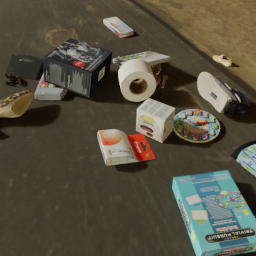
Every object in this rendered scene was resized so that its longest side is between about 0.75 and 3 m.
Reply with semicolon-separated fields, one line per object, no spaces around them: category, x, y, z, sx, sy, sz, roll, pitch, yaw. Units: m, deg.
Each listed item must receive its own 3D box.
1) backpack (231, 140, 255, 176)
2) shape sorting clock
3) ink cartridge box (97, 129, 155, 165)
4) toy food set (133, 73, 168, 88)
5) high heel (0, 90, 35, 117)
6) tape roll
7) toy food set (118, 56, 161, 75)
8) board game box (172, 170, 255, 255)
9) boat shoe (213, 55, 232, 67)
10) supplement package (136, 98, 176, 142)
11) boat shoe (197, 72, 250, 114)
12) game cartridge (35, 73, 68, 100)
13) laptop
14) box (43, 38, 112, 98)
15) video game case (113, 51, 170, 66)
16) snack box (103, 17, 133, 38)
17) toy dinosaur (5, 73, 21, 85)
backpack;4.333;1.071;8.801;1.296;1.221;1.589;-10;54;-27
shape sorting clock;2.585;-0.131;10.646;1.771;0.347;1.771;0;41;0
ink cartridge box;-0.062;0.582;9.668;1.747;0.438;1.417;-8;41;-15
toy food set;1.008;-2.250;13.165;1.586;0.318;1.095;15;49;6
high heel;-5.203;-1.000;11.114;1.922;0.963;2.696;29;57;20
tape roll;0.374;-2.031;11.935;1.516;1.516;1.041;-4;41;-5
toy food set;0.536;-3.229;13.970;2.076;0.627;1.490;-2;41;-2
board game box;2.386;2.292;7.721;1.734;0.539;2.297;-6;42;-7
boat shoe;4.944;-3.616;14.586;0.429;0.403;1.164;-26;48;-27
supplement package;0.997;-0.286;10.248;1.142;1.092;0.840;24;46;26
boat shoe;3.999;-1.469;11.886;1.234;0.994;2.662;3;40;-19
game cartridge;-3.359;-1.954;12.738;1.311;0.403;1.970;3;41;-3
laptop;-4.934;-3.145;14.292;1.790;1.108;1.912;10;70;12
box;-2.201;-2.781;12.602;2.214;1.266;2.431;19;40;8
video game case;0.611;-3.236;13.329;2.115;0.233;1.928;-18;29;-21
snack box;-0.649;-6.489;17.930;0.945;0.320;2.629;-17;44;-19
toy dinosaur;-5.338;-2.326;13.092;1.036;0.529;0.703;7;20;41
